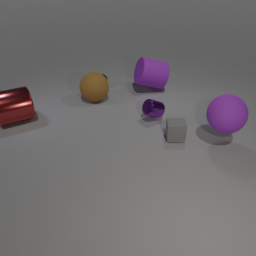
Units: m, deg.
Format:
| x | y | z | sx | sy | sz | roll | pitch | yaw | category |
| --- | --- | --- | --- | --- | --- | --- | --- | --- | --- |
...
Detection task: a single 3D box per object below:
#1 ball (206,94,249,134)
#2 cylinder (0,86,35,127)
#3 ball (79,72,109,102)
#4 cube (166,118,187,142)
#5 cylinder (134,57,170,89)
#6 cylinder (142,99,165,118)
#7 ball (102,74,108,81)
| x | y | z | sx | sy | sz | roll | pitch | yaw | category |
| --- | --- | --- | --- | --- | --- | --- | --- | --- | --- |
| 3.493 | -0.492 | 9.883 | 1.400 | 1.400 | 1.400 | 0 | 31 | 0 | ball |
| -4.751 | -0.905 | 11.585 | 1.400 | 1.400 | 1.400 | -17 | 35 | -27 | cylinder |
| -1.607 | -1.957 | 13.361 | 1.400 | 1.400 | 1.400 | 0 | 31 | 0 | ball |
| 1.819 | 0.070 | 10.632 | 0.700 | 0.700 | 0.700 | 1 | 29 | 2 | cube |
| 1.187 | -2.799 | 14.297 | 1.400 | 1.400 | 1.400 | 8 | 28 | -20 | cylinder |
| 1.069 | -0.819 | 11.773 | 0.700 | 0.700 | 0.700 | 9 | 21 | -38 | cylinder |
| -1.412 | -2.526 | 14.864 | 0.700 | 0.700 | 0.700 | 0 | 31 | 0 | ball |
